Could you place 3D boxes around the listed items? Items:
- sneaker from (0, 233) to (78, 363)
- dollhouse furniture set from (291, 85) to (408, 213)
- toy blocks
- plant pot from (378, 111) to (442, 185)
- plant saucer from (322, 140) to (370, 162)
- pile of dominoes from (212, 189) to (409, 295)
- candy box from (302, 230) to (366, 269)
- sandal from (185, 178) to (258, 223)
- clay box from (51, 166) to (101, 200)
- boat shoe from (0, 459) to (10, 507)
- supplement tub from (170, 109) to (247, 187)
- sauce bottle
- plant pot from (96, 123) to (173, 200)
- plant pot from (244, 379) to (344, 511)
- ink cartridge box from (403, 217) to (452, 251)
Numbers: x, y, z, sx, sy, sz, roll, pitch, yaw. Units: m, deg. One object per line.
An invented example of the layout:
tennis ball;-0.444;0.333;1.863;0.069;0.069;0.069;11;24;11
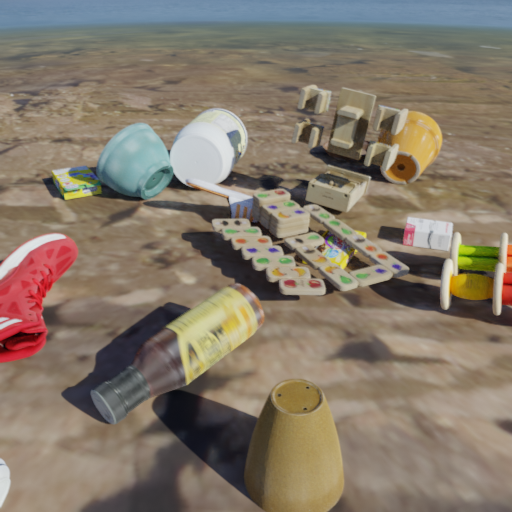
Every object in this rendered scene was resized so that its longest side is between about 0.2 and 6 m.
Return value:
sneaker;-2.994;0.645;7.556;1.348;0.914;2.333;23;47;22
dollhouse furniture set;1.799;-2.156;10.974;1.886;2.152;1.430;20;29;17
toy blocks;3.749;0.258;7.874;2.015;0.732;1.680;4;28;26
plant pot;3.321;-2.295;12.479;1.393;1.393;1.276;11;46;20
plant saucer;2.379;-2.645;14.104;1.428;0.261;1.428;0;27;0
pile of dominoes;0.760;-0.322;8.957;2.153;0.440;2.763;-13;33;-27
candy box;1.347;-0.139;9.515;0.677;0.175;1.324;16;32;22
sandal;-0.479;-0.953;10.558;1.882;0.539;0.721;18;3;-2
clay box;-3.833;-1.557;11.993;0.784;0.325;1.365;-14;31;-25
boat shoe;-2.353;2.481;4.233;0.649;0.715;1.945;15;42;8
supplement tub;-1.043;-2.379;12.396;1.384;1.384;1.909;6;29;11
sauce bottle;-0.867;1.127;6.566;0.733;0.733;2.220;25;46;38
plant pot;-2.353;-1.798;11.487;1.015;1.514;1.514;42;42;14
plant pot;0.359;1.689;5.202;0.966;1.037;0.966;-1;27;0
ink cartridge box;3.004;-0.387;9.810;0.776;0.327;0.562;9;29;16
